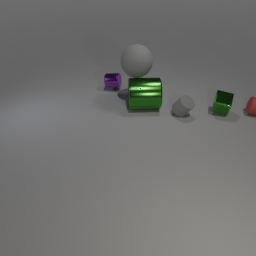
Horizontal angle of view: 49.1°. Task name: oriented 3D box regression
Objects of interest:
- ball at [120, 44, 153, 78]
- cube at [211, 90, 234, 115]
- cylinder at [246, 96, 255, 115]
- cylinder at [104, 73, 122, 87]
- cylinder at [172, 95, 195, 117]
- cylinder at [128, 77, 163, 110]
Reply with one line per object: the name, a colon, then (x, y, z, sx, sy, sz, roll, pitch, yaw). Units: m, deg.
ball: (0.371, -2.874, 12.061, 1.400, 1.400, 1.400, 0, 31, 0)
cube: (4.010, -1.071, 11.894, 0.700, 0.700, 0.700, 16, 63, 13)
cylinder: (5.510, -0.914, 11.919, 0.700, 0.700, 0.700, 18, 33, 3)
cylinder: (-0.760, -2.408, 14.105, 0.700, 0.700, 0.700, 2, 31, 18)
cylinder: (2.333, -0.939, 11.821, 0.700, 0.700, 0.700, 13, 58, -21)
cylinder: (0.721, -1.511, 12.359, 1.400, 1.400, 1.400, -2, 31, -2)
